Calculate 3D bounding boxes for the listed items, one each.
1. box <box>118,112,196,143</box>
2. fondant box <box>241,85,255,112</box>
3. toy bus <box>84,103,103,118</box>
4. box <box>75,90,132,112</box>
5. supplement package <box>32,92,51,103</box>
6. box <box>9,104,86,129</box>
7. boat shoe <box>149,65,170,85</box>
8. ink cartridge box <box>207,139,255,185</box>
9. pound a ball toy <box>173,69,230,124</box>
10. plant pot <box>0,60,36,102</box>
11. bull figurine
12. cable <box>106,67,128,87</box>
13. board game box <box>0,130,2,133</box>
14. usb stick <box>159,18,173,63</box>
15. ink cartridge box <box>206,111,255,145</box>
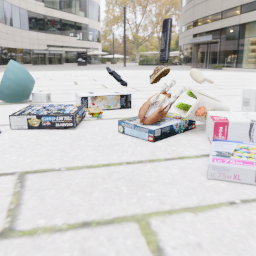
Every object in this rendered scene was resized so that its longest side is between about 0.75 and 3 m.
[{"bbox_3d":[1.210,-0.139,11.344,2.746,0.518,1.876,-14,21,-42],"label":"box"},{"bbox_3d":[5.989,-1.147,13.067,0.635,1.574,2.181,11,18,42],"label":"fondant box"},{"bbox_3d":[-1.685,-0.764,13.783,0.882,0.456,0.832,28,42,-3],"label":"toy bus"},{"bbox_3d":[-1.430,-1.584,16.022,2.940,0.884,1.715,-5,16,-21],"label":"box"},{"bbox_3d":[-5.554,-1.978,18.010,1.059,0.619,0.621,5,15,15],"label":"supplement package"},{"bbox_3d":[-3.485,-0.592,12.741,2.767,0.693,2.788,1,15,0],"label":"box"},{"bbox_3d":[1.284,-2.367,11.926,0.552,0.551,1.531,-12,-9,-19],"label":"boat shoe"},{"bbox_3d":[3.090,0.822,7.883,1.518,0.534,2.544,6,14,18],"label":"ink cartridge box"},{"bbox_3d":[3.098,-1.037,11.031,2.675,1.744,1.136,12,33,-42],"label":"pound a ball toy"},{"bbox_3d":[-6.976,-2.724,17.837,1.796,2.666,2.666,21,9,-19],"label":"plant pot"},{"bbox_3d":[1.306,-1.010,10.985,0.951,1.773,2.920,42,30,0],"label":"bull figurine"},{"bbox_3d":[-0.577,-2.558,14.282,1.435,0.365,1.171,36,3,-29],"label":"cable"},{"bbox_3d":[-5.359,0.095,10.798,0.465,0.125,0.775,27,19,27],"label":"board game box"},{"bbox_3d":[1.276,-2.933,9.374,0.241,1.475,0.409,4,1,-40],"label":"usb stick"},{"bbox_3d":[4.048,0.004,9.999,2.251,0.939,1.635,2,15,7],"label":"ink cartridge box"}]
